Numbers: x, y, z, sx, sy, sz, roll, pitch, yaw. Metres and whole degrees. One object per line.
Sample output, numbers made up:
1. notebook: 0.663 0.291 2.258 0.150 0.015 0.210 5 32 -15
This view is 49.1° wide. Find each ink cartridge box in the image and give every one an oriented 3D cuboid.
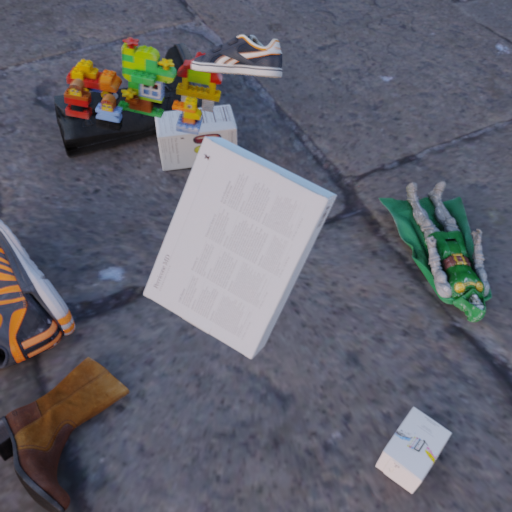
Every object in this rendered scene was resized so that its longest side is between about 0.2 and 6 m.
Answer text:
1. ink cartridge box: 2.414 3.000 8.634 0.683 0.695 0.944 33 59 24

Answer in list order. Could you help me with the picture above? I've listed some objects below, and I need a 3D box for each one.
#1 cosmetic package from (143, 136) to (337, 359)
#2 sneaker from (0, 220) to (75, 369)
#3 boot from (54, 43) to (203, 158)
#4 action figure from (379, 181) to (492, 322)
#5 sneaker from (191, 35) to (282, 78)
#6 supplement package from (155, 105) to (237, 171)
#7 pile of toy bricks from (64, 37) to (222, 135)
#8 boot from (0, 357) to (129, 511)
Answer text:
1. cosmetic package: -0.248 -0.107 6.824 1.652 2.191 0.566 29 18 12
2. sneaker: -5.004 0.606 10.195 1.942 1.345 3.467 -34 58 -26
3. boot: -3.249 -4.053 14.242 3.655 1.200 3.013 -17 51 -8
4. action figure: 3.836 -0.107 11.151 1.910 0.884 3.233 -5 54 -8
5. sneaker: -0.301 -3.194 8.934 1.549 0.615 0.608 9 18 19
6. supplement package: -1.397 -2.787 13.178 1.806 1.027 0.989 -9 50 -7
7. pile of toy bricks: -2.210 -3.402 10.650 3.016 1.489 1.673 10 46 -2
8. boot: -2.915 2.813 8.990 1.941 0.706 2.062 32 50 33
